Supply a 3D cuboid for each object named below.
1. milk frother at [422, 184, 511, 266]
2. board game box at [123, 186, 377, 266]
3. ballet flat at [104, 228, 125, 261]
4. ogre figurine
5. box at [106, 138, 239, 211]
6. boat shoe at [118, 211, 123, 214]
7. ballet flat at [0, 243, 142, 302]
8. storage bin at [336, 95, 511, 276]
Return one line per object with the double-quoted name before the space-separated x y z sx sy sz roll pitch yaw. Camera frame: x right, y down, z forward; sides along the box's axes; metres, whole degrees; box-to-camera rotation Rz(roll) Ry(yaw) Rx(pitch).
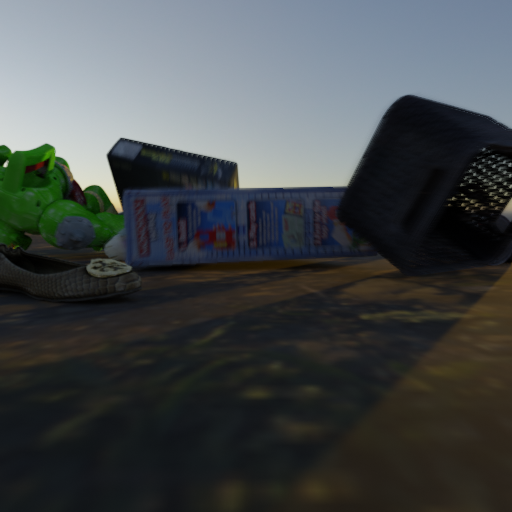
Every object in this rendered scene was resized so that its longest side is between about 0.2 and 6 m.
"milk frother" 3.198 -0.494 8.107 1.100 1.218 1.146 3 2 -22
"board game box" -0.461 -0.397 7.749 3.032 0.936 3.034 -2 2 -25
"ballet flat" -2.044 -0.145 8.658 0.587 0.570 1.650 -21 5 -17
"ogre figurine" -3.790 -1.050 9.821 3.950 1.938 2.368 45 14 2
"box" -1.471 -1.115 10.556 2.390 0.610 1.885 16 -36 14
"boat shoe" -2.354 -0.764 14.573 2.822 1.009 0.844 3 -4 -28
"ballet flat" -1.601 0.113 4.384 1.731 0.401 0.583 2 4 34
"storage bin" 2.132 -0.732 6.127 2.223 1.503 1.042 -3 38 -42
